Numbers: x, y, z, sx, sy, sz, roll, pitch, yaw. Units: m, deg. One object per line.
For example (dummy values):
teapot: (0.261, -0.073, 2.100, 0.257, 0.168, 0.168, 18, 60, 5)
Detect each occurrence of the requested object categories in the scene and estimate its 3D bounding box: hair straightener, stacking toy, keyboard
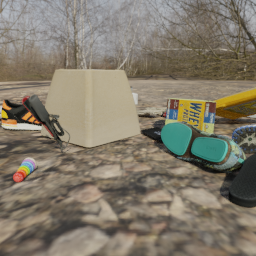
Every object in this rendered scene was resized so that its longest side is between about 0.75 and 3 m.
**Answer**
hair straightener: (-1.977, -0.119, 7.089, 0.642, 1.668, 0.341, -8, 30, 38)
stacking toy: (-2.240, 0.925, 6.005, 0.325, 0.325, 0.761, 1, 18, 4)
keyboard: (1.126, 0.223, 9.404, 0.924, 0.197, 1.539, -11, 16, -20)

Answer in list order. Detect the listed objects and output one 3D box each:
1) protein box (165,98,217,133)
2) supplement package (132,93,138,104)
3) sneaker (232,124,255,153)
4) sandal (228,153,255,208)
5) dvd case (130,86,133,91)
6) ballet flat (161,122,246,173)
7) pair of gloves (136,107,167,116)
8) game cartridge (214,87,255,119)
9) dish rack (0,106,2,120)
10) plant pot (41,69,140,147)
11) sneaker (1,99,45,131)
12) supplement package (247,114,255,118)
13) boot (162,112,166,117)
protein box: (2.232, -0.469, 9.952, 1.588, 1.071, 1.576, 6, 7, 14)
supplement package: (-0.049, -1.813, 17.505, 1.157, 0.677, 0.679, -9, 15, -33)
sneaker: (4.156, 0.187, 7.920, 2.448, 0.943, 1.043, 2, 8, 9)
sandal: (2.547, 0.990, 5.460, 0.763, 0.486, 2.029, 13, 31, 44)
dvd case: (-0.242, -1.422, 14.194, 0.159, 1.287, 0.967, 34, 39, 26)
ballet flat: (1.805, 0.493, 7.005, 0.998, 0.998, 2.688, -5, 15, -22)
pair of gloves: (1.219, -0.766, 13.556, 1.662, 0.343, 1.954, 6, 11, 42)
game cartridge: (4.600, -0.878, 10.876, 2.343, 0.431, 2.658, 8, -17, -37)
dish rack: (-6.166, -0.641, 12.609, 2.260, 0.492, 1.939, -4, 12, -16)
plant pot: (-1.261, -0.860, 9.473, 2.512, 2.224, 2.509, 9, 14, 39)
sneaker: (-3.410, -0.570, 10.540, 2.716, 1.222, 0.950, -1, 12, -3)
supplement package: (6.099, -0.948, 13.138, 1.185, 0.843, 1.521, -10, 15, -41)
boot: (2.022, -0.669, 13.203, 0.864, 0.313, 0.623, -13, 16, -35)
